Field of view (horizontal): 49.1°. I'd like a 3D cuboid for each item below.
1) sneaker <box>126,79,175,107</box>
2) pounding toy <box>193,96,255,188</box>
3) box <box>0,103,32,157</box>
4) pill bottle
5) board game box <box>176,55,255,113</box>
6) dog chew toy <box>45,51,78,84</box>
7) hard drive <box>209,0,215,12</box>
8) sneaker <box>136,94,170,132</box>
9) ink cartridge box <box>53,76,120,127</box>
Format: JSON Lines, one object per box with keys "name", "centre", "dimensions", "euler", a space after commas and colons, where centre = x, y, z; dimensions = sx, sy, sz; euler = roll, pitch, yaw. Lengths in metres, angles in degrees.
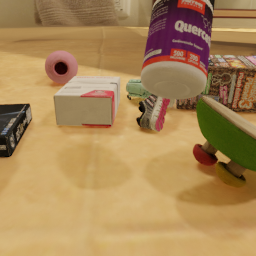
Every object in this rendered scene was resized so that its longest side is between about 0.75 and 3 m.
{"name": "sneaker", "centre": [0.659, -1.170, 9.280], "dimensions": [1.352, 0.843, 2.292], "euler": [-1, 13, -15]}
{"name": "pounding toy", "centre": [2.180, 0.585, 5.360], "dimensions": [2.613, 1.213, 2.017], "euler": [34, 18, 4]}
{"name": "box", "centre": [-3.613, 0.005, 7.061], "dimensions": [1.859, 0.505, 2.321], "euler": [-2, 24, -5]}
{"name": "pill bottle", "centre": [0.902, -1.590, 4.991], "dimensions": [1.120, 1.992, 1.120], "euler": [9, -15, 2]}
{"name": "board game box", "centre": [3.149, -1.615, 9.587], "dimensions": [2.926, 1.417, 2.333], "euler": [4, 24, 8]}
{"name": "dog chew toy", "centre": [-2.900, -2.724, 12.362], "dimensions": [1.373, 1.373, 2.205], "euler": [-4, 17, -9]}
{"name": "hard drive", "centre": [2.148, -3.976, 8.881], "dimensions": [1.170, 0.192, 0.817], "euler": [27, -8, 18]}
{"name": "sneaker", "centre": [0.692, -0.696, 7.879], "dimensions": [0.785, 0.662, 1.796], "euler": [2, 57, 24]}
{"name": "ink cartridge box", "centre": [-1.124, -0.890, 8.543], "dimensions": [1.608, 0.937, 2.221], "euler": [2, 24, 4]}
